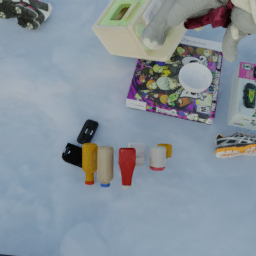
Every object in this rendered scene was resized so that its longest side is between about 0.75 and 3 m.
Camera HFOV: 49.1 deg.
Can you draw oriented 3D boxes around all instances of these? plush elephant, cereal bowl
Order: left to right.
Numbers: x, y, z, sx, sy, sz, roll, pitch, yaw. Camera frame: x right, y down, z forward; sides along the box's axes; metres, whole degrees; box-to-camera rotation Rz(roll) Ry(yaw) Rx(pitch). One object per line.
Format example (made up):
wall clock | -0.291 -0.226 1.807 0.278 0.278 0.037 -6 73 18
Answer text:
cereal bowl | 1.906 -1.393 8.040 0.937 0.390 0.937 0 66 -1
plush elephant | 2.159 -2.568 6.135 2.206 2.850 2.347 47 47 14

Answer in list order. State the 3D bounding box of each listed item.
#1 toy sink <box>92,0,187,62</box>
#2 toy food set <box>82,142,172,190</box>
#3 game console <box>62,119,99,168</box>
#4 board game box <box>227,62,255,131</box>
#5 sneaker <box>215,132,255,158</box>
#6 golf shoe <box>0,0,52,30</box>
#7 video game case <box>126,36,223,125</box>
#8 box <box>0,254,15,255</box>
toy sink | 0.346 -3.070 8.353 2.317 1.298 1.510 20 72 38
toy food set | 0.037 0.973 7.176 2.369 1.131 1.066 1 95 -11
game console | -1.213 0.402 7.881 0.842 0.172 1.427 20 67 9
board game box | 4.341 -0.764 8.088 2.559 0.822 1.888 13 66 5
sneaker | 3.165 0.404 7.642 1.605 0.628 0.620 -4 60 -1
golf shoe | -3.960 -4.383 9.854 2.617 1.010 1.152 30 55 6
video game case | 1.518 -1.678 8.686 2.598 0.513 2.866 13 65 6
box | -2.781 3.543 5.446 1.853 1.822 1.088 -40 69 -18
